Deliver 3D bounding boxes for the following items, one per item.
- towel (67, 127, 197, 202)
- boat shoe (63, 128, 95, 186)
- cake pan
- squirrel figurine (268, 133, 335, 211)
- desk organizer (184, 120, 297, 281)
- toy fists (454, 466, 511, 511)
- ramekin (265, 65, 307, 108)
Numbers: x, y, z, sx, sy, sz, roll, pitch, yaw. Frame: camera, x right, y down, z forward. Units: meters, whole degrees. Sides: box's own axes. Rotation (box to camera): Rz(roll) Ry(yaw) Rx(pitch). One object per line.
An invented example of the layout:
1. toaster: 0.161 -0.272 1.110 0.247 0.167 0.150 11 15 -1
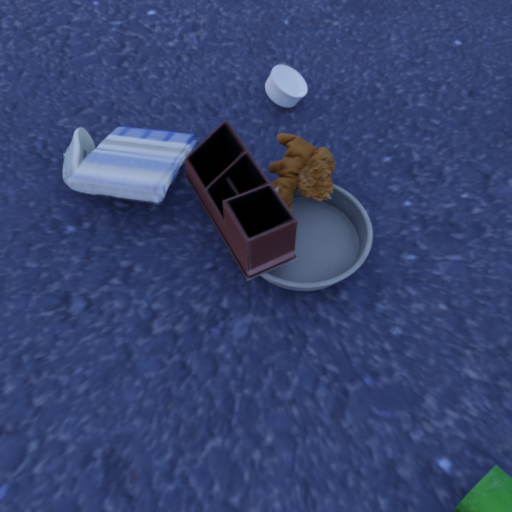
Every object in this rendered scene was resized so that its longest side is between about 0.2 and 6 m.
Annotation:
1. towel: -2.333 -1.858 10.997 1.873 0.303 2.550 8 37 6
2. boat shoe: -3.653 -2.008 11.316 0.563 0.551 1.581 -25 45 14
3. cake pan: 0.843 -0.370 10.199 2.476 0.454 2.476 0 55 0
4. squirrel figurine: 0.757 -1.405 10.070 1.307 0.925 1.220 17 68 37
5. desk organizer: -0.337 -1.047 9.763 0.981 1.054 2.737 -23 58 -15
6. toy fists: 2.842 3.795 7.072 2.229 0.767 1.136 -34 54 -20
7. ramekin: 0.634 -3.707 12.340 0.901 0.439 0.901 17 54 -24
